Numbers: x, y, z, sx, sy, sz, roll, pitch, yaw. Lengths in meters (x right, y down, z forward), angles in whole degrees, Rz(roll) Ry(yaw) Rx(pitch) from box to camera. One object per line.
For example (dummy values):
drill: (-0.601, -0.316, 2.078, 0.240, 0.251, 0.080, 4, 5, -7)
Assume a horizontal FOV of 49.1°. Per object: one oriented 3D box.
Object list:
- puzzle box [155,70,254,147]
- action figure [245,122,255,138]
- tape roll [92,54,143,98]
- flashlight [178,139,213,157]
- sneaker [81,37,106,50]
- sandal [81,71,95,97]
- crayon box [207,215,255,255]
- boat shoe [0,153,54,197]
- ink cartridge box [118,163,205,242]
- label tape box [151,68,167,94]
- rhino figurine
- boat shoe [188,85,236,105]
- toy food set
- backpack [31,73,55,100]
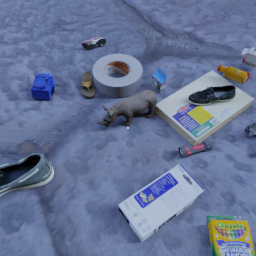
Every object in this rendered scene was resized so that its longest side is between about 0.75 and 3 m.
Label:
puzzle box: (2.684, -0.807, 9.924, 2.999, 0.381, 1.995, -31, 59, -22)
action figure: (4.406, 0.450, 8.897, 0.943, 0.503, 1.449, -25, 59, -26)
tape roll: (-0.396, -2.017, 10.715, 1.886, 0.623, 1.886, 1, 52, -1)
flashlight: (2.126, 0.619, 8.841, 1.068, 0.361, 0.363, -17, 53, -12)
sneaker: (-1.521, -3.734, 12.256, 1.071, 0.430, 0.462, -14, 39, -18)
sandal: (-1.538, -1.709, 10.625, 0.548, 0.368, 1.364, -5, 55, -3)
crayon box: (2.594, 2.889, 7.047, 0.962, 0.395, 1.530, 1, 52, 1)
boat shoe: (-3.662, 1.386, 7.877, 2.977, 0.920, 1.084, -14, 53, -11)
ink cartridge box: (0.937, 1.993, 7.728, 2.222, 0.436, 1.105, -29, 57, -19)
label tape box: (1.139, -1.759, 10.405, 0.252, 0.795, 0.574, -26, 57, -19)
rhino figurine: (0.005, -0.616, 9.384, 2.297, 1.004, 0.687, -21, 54, -16)
boat shoe: (2.912, -1.190, 9.617, 1.681, 0.558, 0.628, -2, 52, -1)
toy food set: (4.316, -2.499, 10.768, 1.027, 1.090, 2.282, 29, 64, 21)
backpack: (-3.077, -1.616, 10.315, 0.771, 0.797, 0.949, 8, 49, -3)
